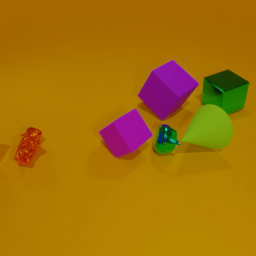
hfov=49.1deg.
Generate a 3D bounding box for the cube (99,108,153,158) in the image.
[{"bbox_3d":[-0.062,0.146,7.312,0.851,0.851,0.851,-36,6,-37],"label":"cube"}]

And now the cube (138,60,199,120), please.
[{"bbox_3d":[1.233,-1.186,8.704,1.152,1.152,1.152,46,50,11],"label":"cube"}]

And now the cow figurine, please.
[{"bbox_3d":[-2.627,0.487,7.375,0.597,1.070,1.087,25,74,-18],"label":"cow figurine"}]

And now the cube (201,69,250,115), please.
[{"bbox_3d":[3.090,-1.129,9.004,1.000,1.000,1.000,-20,42,-15],"label":"cube"}]

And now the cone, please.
[{"bbox_3d":[1.779,0.141,7.161,1.245,1.241,1.241,-20,42,-34],"label":"cone"}]

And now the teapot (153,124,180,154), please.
[{"bbox_3d":[1.045,0.321,7.400,0.635,0.807,1.298,11,3,-4],"label":"teapot"}]
